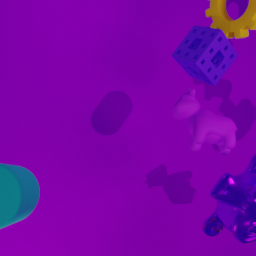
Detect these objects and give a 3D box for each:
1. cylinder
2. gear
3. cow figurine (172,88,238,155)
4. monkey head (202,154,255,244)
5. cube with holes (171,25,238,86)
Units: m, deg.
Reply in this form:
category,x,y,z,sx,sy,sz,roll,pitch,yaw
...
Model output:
category,x,y,z,sx,sy,sz,roll,pitch,yaw
cylinder,-2.026,1.066,4.453,0.981,0.981,0.981,0,80,-2
gear,2.032,-2.358,5.215,0.243,1.315,1.315,-13,87,-31
cow figurine,1.428,-0.156,5.236,1.206,0.662,1.187,7,63,5
monkey head,1.843,1.147,4.700,1.324,1.109,1.840,35,93,-10
cube with holes,1.568,-1.489,5.745,0.782,0.782,0.782,35,93,-38
